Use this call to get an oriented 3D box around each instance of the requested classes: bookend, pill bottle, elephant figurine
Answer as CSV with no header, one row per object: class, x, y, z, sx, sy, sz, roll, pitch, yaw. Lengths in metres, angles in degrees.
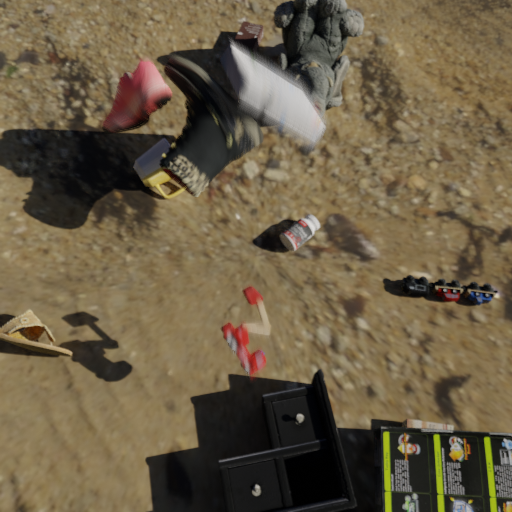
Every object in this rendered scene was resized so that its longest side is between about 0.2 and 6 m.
bookend,0.277,3.291,9.401,2.212,1.025,2.226,-9,62,-5
pill bottle,0.919,-0.496,11.699,0.789,0.457,0.457,-40,69,-18
elephant figurine,1.223,-4.194,12.898,2.166,2.375,3.061,3,86,40

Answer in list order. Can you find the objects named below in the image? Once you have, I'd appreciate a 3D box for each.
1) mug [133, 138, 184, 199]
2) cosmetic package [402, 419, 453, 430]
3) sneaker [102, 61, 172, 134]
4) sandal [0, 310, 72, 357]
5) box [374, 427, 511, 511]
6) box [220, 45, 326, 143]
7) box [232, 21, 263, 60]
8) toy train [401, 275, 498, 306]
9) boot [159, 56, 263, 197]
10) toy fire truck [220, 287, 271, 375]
mug,-2.113,-1.891,12.233,0.915,0.893,1.115,-32,60,-7
cosmetic package,3.009,3.148,9.843,0.817,0.357,0.423,6,64,2
sneaker,-2.407,-3.066,10.904,0.747,2.026,0.879,-24,92,-46
sandal,-4.480,1.344,10.539,2.233,0.819,0.735,6,68,9
box,3.424,4.381,8.827,3.028,0.745,3.135,1,70,3
box,0.313,-3.024,10.452,1.888,0.389,1.472,19,34,-36
box,-0.250,-5.431,14.312,0.563,0.421,1.124,16,65,8
toy train,3.846,0.703,11.153,1.882,0.321,0.431,6,66,4
boot,-1.271,-2.423,10.458,2.388,0.862,1.804,43,83,7
toy fire truck,-0.084,1.190,8.935,0.849,0.293,1.204,-32,96,-9
